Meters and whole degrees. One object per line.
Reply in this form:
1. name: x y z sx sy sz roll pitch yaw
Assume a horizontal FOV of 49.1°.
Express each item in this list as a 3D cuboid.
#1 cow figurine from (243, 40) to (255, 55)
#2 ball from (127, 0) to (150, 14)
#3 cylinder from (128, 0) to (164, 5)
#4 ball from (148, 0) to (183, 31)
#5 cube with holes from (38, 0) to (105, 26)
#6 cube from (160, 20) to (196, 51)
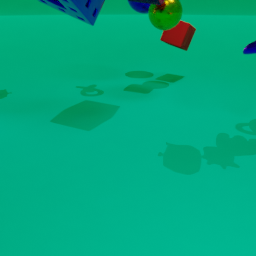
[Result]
1. cow figurine: 2.427 -1.204 4.254 0.906 1.650 1.624 6 50 38
2. ball: 0.613 -4.908 10.224 1.370 1.370 1.370 0 24 0
3. cylinder: 0.535 -4.060 7.893 0.996 0.996 0.996 16 28 19
4. ball: 1.211 -3.756 9.100 1.111 1.111 1.111 0 24 0
5. cube with holes: -1.148 -3.049 5.284 1.372 1.372 1.372 27 5 7
6. cube: 1.948 -3.630 10.867 0.906 0.906 0.906 29 18 24
